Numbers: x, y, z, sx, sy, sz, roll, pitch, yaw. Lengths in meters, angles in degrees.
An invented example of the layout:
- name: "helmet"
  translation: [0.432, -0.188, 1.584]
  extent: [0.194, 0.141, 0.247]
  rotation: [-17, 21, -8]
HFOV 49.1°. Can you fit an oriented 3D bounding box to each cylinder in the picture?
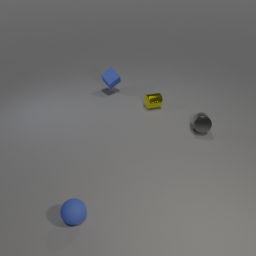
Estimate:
- name: "cylinder"
  translation: [1.209, -1.293, 13.382]
  extent: [0.700, 0.700, 0.700]
  rotation: [-10, 33, -16]
- name: "cylinder"
  translation: [3.024, -0.224, 11.450]
  extent: [0.700, 0.700, 0.700]
  rotation: [4, 17, 6]

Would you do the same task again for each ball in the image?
- name: "ball"
  translation: [-1.470, 2.257, 7.565]
  extent: [0.700, 0.700, 0.700]
  rotation: [0, 31, 0]

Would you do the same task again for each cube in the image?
- name: "cube"
  translation: [-0.865, -2.550, 14.378]
  extent: [0.700, 0.700, 0.700]
  rotation: [-40, 80, -6]
